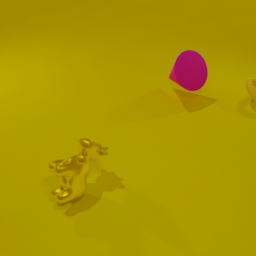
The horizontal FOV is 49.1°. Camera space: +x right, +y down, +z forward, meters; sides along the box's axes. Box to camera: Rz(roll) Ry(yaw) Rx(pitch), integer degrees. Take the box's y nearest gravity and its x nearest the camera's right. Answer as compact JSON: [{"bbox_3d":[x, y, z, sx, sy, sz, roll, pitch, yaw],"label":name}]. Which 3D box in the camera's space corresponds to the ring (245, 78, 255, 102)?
[{"bbox_3d":[4.386,-1.190,9.396,1.158,0.232,1.158,22,48,-27],"label":"ring"}]

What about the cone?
[{"bbox_3d":[1.778,-1.852,9.667,1.342,1.342,1.347,-22,9,-24],"label":"cone"}]

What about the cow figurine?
[{"bbox_3d":[-1.102,0.947,6.535,1.401,1.424,0.782,-10,13,-35],"label":"cow figurine"}]
